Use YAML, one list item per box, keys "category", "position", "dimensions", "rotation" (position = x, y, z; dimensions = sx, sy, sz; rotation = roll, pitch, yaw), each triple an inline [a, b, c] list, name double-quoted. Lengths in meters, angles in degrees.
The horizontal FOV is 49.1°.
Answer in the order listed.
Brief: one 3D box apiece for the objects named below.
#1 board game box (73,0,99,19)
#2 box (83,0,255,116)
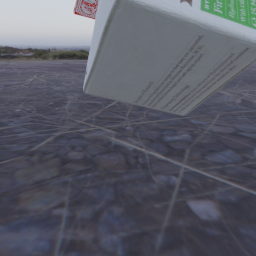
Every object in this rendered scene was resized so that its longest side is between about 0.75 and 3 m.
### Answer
- category: "board game box"
  position: [-1.215, -4.076, 8.929]
  dimensions: [0.804, 1.061, 0.246]
  rotation: [4, 43, -27]
- category: "box"
  position: [0.622, -1.947, 4.803]
  dimensions: [2.164, 2.514, 2.526]
  rotation: [12, -23, -14]
